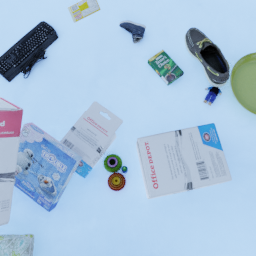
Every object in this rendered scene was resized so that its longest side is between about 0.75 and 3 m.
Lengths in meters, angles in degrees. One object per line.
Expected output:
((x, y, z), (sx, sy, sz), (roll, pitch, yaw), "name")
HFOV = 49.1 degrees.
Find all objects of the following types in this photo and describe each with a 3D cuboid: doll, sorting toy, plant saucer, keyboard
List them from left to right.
((-3.808, -2.970, 10.636), (1.431, 0.545, 2.750), (39, 78, 11), "keyboard")
((-0.384, 1.429, 9.315), (0.771, 0.527, 1.283), (-14, 73, -4), "sorting toy")
((3.106, -1.291, 10.281), (0.631, 0.224, 0.925), (29, 75, 21), "doll")
((4.887, -1.544, 10.207), (2.527, 0.393, 2.527), (1, 76, -3), "plant saucer")

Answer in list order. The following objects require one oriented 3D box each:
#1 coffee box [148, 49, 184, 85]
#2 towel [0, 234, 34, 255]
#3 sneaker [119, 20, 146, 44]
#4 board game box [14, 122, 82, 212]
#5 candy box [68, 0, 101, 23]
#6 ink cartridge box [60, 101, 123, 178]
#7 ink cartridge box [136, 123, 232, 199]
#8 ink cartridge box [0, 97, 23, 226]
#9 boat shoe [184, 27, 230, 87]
((1.407, -2.289, 10.553), (0.771, 0.276, 1.255), (-35, 77, -10), "coffee box")
((-4.119, 4.277, 8.131), (2.592, 0.624, 2.219), (0, 75, -1), "towel")
((0.117, -3.737, 10.918), (1.068, 0.406, 0.772), (12, 71, 2), "sneaker")
((-2.793, 1.240, 8.912), (2.077, 0.450, 2.067), (33, 106, 10), "board game box")
((-1.416, -3.851, 9.043), (0.982, 0.130, 0.502), (-21, 104, 13), "candy box")
((-1.299, 0.383, 9.482), (1.317, 0.770, 2.271), (36, 78, 10), "ink cartridge box")
((1.696, 1.096, 9.105), (2.621, 1.105, 1.913), (-11, 74, -3), "ink cartridge box")
((-3.685, 0.685, 6.725), (2.126, 1.238, 2.919), (23, 108, 40), "ink cartridge box")
((2.951, -2.802, 10.364), (0.947, 0.800, 2.656), (-23, 70, -6), "boat shoe")
